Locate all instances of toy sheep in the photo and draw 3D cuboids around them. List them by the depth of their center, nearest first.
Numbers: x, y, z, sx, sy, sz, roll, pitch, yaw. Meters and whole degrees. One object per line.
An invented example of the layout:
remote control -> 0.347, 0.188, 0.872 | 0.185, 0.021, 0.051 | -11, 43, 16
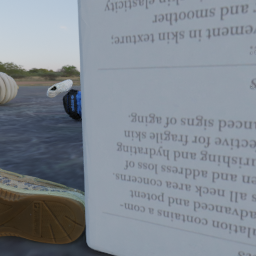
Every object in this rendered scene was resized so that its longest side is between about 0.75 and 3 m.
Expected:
toy sheep -> -6.361, -1.962, 13.655 | 1.787, 1.787, 2.592 | 4, 16, 23

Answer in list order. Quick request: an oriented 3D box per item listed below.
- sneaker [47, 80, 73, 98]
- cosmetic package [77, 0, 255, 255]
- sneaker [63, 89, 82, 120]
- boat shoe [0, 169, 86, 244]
sneaker -> -1.991, -1.189, 8.240 | 0.851, 0.299, 0.341 | -35, -7, -22
cosmetic package -> 0.995, -0.353, 2.422 | 2.099, 2.508, 2.086 | 5, 11, 25
sneaker -> -1.244, -0.655, 8.436 | 1.426, 0.984, 2.563 | -2, 11, -11
boat shoe -> -1.065, 0.677, 2.536 | 1.495, 0.548, 0.469 | 11, 7, 6
